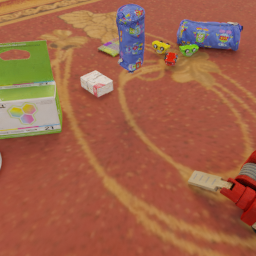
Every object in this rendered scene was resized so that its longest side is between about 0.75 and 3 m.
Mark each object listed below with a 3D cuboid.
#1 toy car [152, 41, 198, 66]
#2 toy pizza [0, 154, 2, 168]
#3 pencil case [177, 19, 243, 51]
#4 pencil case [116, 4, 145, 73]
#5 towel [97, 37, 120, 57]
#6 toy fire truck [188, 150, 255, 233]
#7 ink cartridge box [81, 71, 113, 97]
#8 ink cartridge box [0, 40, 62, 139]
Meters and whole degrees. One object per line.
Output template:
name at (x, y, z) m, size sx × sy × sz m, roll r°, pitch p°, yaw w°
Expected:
toy car at (2.138, -3.245, 12.054) m, size 1.847 × 0.438 × 1.962 m, roll -11°, pitch 44°, yaw -12°
toy pizza at (-4.547, 1.073, 7.340) m, size 2.294 × 0.363 × 2.294 m, roll 0°, pitch 42°, yaw 0°
pencil case at (3.630, -4.201, 12.514) m, size 2.853 × 1.239 × 1.113 m, roll 9°, pitch 44°, yaw 11°
pencil case at (0.063, -2.599, 8.314) m, size 0.857 × 1.972 × 0.770 m, roll -22°, pitch 56°, yaw -15°
towel at (-0.515, -3.710, 12.763) m, size 1.082 × 0.172 × 1.507 m, roll 30°, pitch 51°, yaw 28°
toy fire truck at (2.741, 1.256, 6.658) m, size 2.145 × 1.380 × 1.888 m, roll 33°, pitch 51°, yaw 18°
ink cartridge box at (-1.151, -1.630, 10.274) m, size 0.748 × 0.422 × 1.021 m, roll -32°, pitch 51°, yaw -30°
ink cartridge box at (-3.047, -1.028, 7.999) m, size 1.910 × 2.585 × 0.979 m, roll -7°, pitch 43°, yaw -7°
